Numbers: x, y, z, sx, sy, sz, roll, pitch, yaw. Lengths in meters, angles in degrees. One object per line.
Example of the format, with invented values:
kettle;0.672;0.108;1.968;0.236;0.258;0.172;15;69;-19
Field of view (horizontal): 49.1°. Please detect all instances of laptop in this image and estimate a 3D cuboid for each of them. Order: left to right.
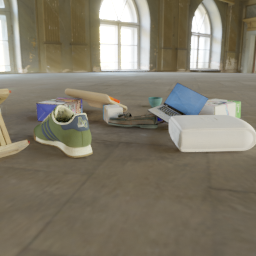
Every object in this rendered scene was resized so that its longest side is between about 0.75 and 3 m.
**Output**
laptop;1.877;-0.872;10.587;1.501;0.929;1.604;35;38;32

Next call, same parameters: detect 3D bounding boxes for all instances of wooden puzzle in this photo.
wooden puzzle;-1.416;-1.356;13.200;2.266;0.456;2.450;11;-5;21

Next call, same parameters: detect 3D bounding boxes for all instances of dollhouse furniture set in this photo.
dollhouse furniture set;-4.273;0.219;7.840;2.427;1.710;1.701;-27;-8;42

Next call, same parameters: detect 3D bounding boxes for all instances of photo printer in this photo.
photo printer;2.623;0.116;8.805;2.384;0.828;1.983;-1;14;-1

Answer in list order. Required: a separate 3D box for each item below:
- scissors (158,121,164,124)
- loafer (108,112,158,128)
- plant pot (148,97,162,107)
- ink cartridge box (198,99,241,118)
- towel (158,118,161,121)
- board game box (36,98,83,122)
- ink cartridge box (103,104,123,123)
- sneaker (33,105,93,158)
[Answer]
scissors;1.462;-0.290;11.172;0.871;0.319;0.061;-3;9;38
loafer;0.203;-0.369;11.008;1.958;0.616;0.703;5;10;8
plant pot;1.491;-1.400;15.333;0.754;0.508;0.754;0;14;0
ink cartridge box;3.773;-0.743;12.141;1.849;0.809;1.344;-13;17;-34
towel;1.046;-0.412;12.196;0.827;0.205;0.611;-5;22;-20
board game box;-2.996;-0.814;12.445;1.334;0.811;1.674;5;15;19
ink cartridge box;-0.651;-0.611;11.968;0.663;0.660;0.904;-4;15;-16
sneaker;-2.057;-0.094;8.651;0.981;1.313;2.926;-12;19;-40
